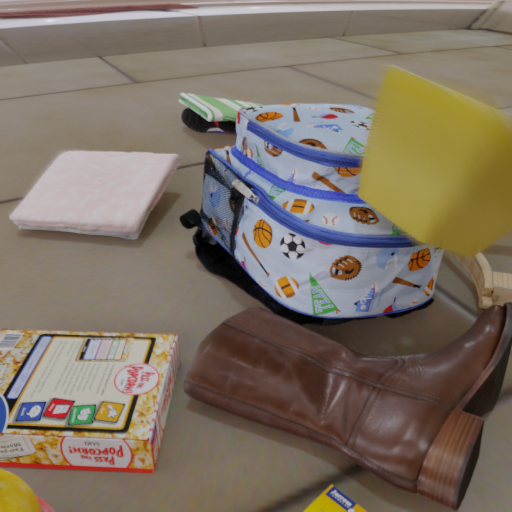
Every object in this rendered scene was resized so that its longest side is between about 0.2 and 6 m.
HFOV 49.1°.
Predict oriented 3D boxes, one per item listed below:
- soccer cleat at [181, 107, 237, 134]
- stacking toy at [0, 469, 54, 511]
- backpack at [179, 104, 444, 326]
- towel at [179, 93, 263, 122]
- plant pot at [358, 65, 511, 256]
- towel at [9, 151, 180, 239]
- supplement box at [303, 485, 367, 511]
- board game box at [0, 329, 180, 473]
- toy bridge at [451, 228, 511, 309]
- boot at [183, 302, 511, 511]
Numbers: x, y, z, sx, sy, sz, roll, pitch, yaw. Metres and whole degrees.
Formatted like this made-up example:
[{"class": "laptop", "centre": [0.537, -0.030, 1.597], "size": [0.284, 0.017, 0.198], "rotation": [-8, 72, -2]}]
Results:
[{"class": "soccer cleat", "centre": [-1.076, -3.628, 15.088], "size": [1.927, 0.657, 0.705], "rotation": [10, 15, 18]}, {"class": "stacking toy", "centre": [-2.065, 2.078, 4.052], "size": [1.608, 2.200, 1.608], "rotation": [-1, 31, 0]}, {"class": "backpack", "centre": [1.158, -0.681, 8.305], "size": [3.636, 2.801, 3.463], "rotation": [-13, 43, -24]}, {"class": "towel", "centre": [-0.497, -3.768, 14.699], "size": [2.594, 0.303, 1.979], "rotation": [-2, 28, -33]}, {"class": "plant pot", "centre": [2.108, -0.924, 6.134], "size": [1.624, 1.433, 1.624], "rotation": [10, 25, -39]}, {"class": "towel", "centre": [-2.979, -1.253, 10.660], "size": [2.516, 0.405, 2.403], "rotation": [4, 43, 11]}, {"class": "supplement box", "centre": [0.531, 2.586, 4.803], "size": [0.545, 0.548, 1.001], "rotation": [27, 40, 37]}, {"class": "board game box", "centre": [-2.144, 1.585, 6.463], "size": [2.272, 0.526, 1.721], "rotation": [2, 31, 3]}, {"class": "toy bridge", "centre": [3.853, -0.643, 9.470], "size": [1.441, 0.583, 4.287], "rotation": [9, 42, 14]}, {"class": "boot", "centre": [1.168, 1.124, 6.860], "size": [3.393, 1.090, 3.163], "rotation": [14, 33, 30]}]
